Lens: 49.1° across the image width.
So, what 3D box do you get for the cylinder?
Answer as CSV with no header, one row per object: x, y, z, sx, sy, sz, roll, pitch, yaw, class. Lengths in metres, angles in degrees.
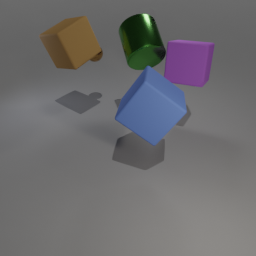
0.489,-3.019,9.929,1.400,1.400,1.400,-9,69,-14,cylinder

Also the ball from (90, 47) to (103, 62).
-1.390,-3.107,11.639,0.700,0.700,0.700,0,33,0,ball

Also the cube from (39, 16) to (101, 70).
-2.138,-3.161,10.452,1.400,1.400,1.400,16,51,45,cube

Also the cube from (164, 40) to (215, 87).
2.195,-2.352,10.026,1.400,1.400,1.400,12,22,20,cube

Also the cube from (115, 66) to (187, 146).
0.659,-0.652,7.993,1.400,1.400,1.400,34,28,-11,cube
